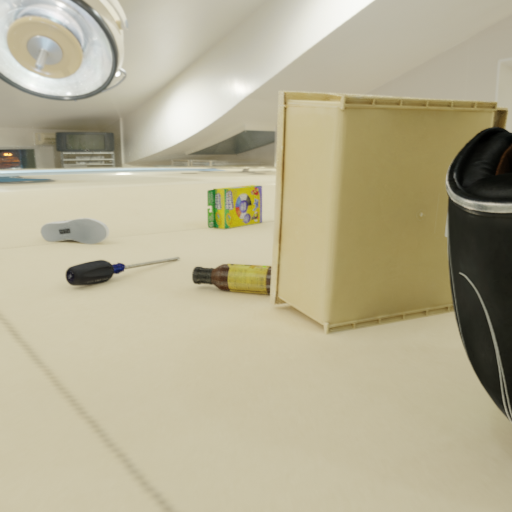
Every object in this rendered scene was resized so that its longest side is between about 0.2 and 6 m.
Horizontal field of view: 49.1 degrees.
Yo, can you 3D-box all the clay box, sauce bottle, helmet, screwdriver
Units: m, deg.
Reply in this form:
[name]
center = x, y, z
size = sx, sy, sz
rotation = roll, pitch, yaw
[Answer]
[clay box]
center = -0.540, -1.281, 14.614
size = 0.425, 1.025, 1.784
rotation = 9, 15, 38
[sauce bottle]
center = -0.301, 0.324, 8.293
size = 1.324, 0.428, 0.428
rotation = 4, 12, 16
[helmet]
center = 2.587, 0.224, 3.660
size = 2.626, 2.504, 2.626
rotation = -26, 17, 9
[screwdriver]
center = -2.087, 0.128, 9.391
size = 0.362, 0.378, 2.597
rotation = 26, 23, 26

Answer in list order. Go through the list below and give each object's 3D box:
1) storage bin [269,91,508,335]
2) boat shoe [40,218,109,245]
[storage bin]
center = 1.706, -0.649, 7.184
size = 2.711, 2.731, 1.280
rotation = -6, 17, -26
[boat shoe]
center = -3.925, -0.554, 12.400
size = 1.667, 0.583, 0.552
rotation = -4, 11, 18
